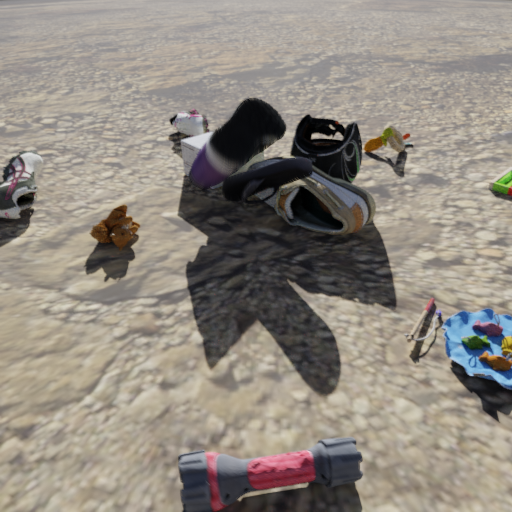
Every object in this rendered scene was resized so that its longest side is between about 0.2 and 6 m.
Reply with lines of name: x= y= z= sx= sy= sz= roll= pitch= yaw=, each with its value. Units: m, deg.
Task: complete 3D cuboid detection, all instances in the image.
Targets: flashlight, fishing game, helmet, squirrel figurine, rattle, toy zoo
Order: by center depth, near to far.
flashlight: x=0.167 y=2.466 z=6.401 sx=2.076 sy=0.705 sz=0.703 roll=-6 pitch=25 yaw=-7
fishing game: x=3.777 y=1.318 z=8.572 sx=2.701 sy=0.420 sz=1.934 roll=18 pitch=34 yaw=27
squirrel figurine: x=-2.859 y=-0.470 z=11.350 sx=0.929 sy=0.657 sz=0.867 roll=-15 pitch=43 yaw=3
helmet: x=1.639 y=-2.305 z=13.096 sx=1.829 sy=1.743 sz=1.829 roll=-6 pitch=57 yaw=9
toy zoo: x=6.789 y=-1.597 z=13.383 sx=1.988 sy=0.203 sz=1.304 roll=27 pitch=41 yaw=36
rattle: x=3.788 y=-3.173 z=15.915 sx=0.861 sy=0.945 sz=1.323 roll=47 pitch=30 yaw=10

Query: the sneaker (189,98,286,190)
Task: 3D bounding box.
sneaker: x=-0.512 y=-2.550 z=12.766 sx=1.189 sy=1.375 sz=3.141 roll=49 pitch=42 yaw=-4

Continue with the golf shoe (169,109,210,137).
golf shoe: x=-1.949 y=-3.800 z=16.485 sx=0.922 sy=0.727 sz=2.002 roll=-16 pitch=26 yaw=-16

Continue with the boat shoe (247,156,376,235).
boat shoe: x=0.913 y=-1.311 z=12.010 sx=3.180 sy=1.188 sz=1.088 roll=21 pitch=36 yaw=33

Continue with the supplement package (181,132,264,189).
supplement package: x=-0.820 y=-2.514 z=14.150 sx=1.675 sy=0.929 sz=1.305 roll=-24 pitch=38 yaw=-32

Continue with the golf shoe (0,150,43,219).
golf shoe: x=-5.428 y=-1.567 z=12.904 sx=1.073 sy=0.941 sz=2.437 roll=19 pitch=39 yaw=0

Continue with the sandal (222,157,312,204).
sandal: x=0.113 y=-1.459 z=11.597 sx=0.934 sy=0.526 sz=2.456 roll=4 pitch=-11 yaw=-38
